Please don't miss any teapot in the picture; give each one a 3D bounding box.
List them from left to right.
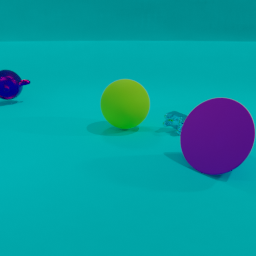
[{"bbox_3d":[-4.634,-1.559,10.540,1.885,1.172,0.923,-15,28,-15],"label":"teapot"}]

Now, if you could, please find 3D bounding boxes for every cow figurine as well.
[{"bbox_3d":[1.585,-0.200,7.759,1.019,0.559,1.002,30,38,29],"label":"cow figurine"}]

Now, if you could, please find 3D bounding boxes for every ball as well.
[{"bbox_3d":[-0.080,-0.662,7.775,1.373,1.373,1.373,0,19,0],"label":"ball"}]

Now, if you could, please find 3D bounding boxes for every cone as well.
[{"bbox_3d":[2.201,0.319,6.031,1.555,1.549,1.549,19,1,-45],"label":"cone"}]
